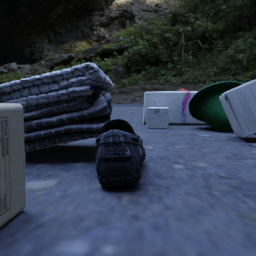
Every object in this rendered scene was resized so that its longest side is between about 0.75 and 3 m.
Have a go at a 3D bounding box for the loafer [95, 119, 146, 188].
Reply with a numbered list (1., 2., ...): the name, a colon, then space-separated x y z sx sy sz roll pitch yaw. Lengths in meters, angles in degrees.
1. loafer: -0.069 0.177 3.093 0.549 0.568 1.617 -3 5 1

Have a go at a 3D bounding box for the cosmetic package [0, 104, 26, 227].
1. cosmetic package: -1.058 0.271 1.258 0.526 0.779 1.481 1 4 7

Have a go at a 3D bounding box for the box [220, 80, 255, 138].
1. box: 2.289 -0.350 5.480 0.610 0.933 0.928 -23 -4 12

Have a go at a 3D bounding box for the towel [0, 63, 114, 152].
1. towel: -1.198 -0.185 4.115 2.091 0.895 1.732 -14 4 1

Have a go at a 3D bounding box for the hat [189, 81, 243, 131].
1. hat: 2.419 0.013 6.814 1.673 1.778 2.020 -1 -32 4

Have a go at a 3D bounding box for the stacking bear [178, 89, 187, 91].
1. stacking bear: 1.986 -1.128 13.742 2.164 1.314 1.231 -11 13 -21

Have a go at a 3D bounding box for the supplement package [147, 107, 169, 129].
1. supplement package: 0.852 -0.300 7.915 0.572 0.568 0.754 1 6 10

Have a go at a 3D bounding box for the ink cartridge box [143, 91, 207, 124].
1. ink cartridge box: 1.761 -0.704 9.429 2.510 1.062 1.814 -1 6 2
